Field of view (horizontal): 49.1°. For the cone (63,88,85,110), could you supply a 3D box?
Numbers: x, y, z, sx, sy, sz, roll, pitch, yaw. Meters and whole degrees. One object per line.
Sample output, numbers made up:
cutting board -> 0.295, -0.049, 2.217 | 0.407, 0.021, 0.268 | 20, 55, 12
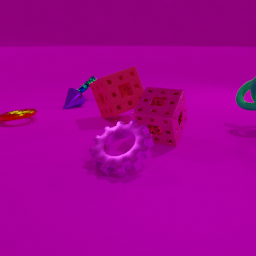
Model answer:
cone -> -2.297, -0.996, 11.100 | 0.865, 0.865, 0.868 | 12, 48, 32

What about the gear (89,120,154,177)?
gear -> -0.145, 0.401, 5.969 | 1.366, 0.253, 1.366 | -13, 42, 12

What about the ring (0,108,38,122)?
ring -> -3.674, -0.448, 9.347 | 1.267, 0.253, 1.267 | -8, 11, 2

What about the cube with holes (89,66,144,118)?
cube with holes -> -0.329, -1.157, 9.285 | 1.243, 1.243, 1.243 | -24, 9, -23

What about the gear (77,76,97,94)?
gear -> -1.977, -1.809, 12.541 | 1.337, 0.247, 1.337 | -40, 15, 13

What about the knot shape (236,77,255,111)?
knot shape -> 4.076, -0.823, 8.381 | 0.743, 1.504, 1.607 | -15, -6, -27

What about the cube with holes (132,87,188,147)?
cube with holes -> 0.876, -0.311, 7.335 | 1.042, 1.042, 1.042 | 9, 50, 25
